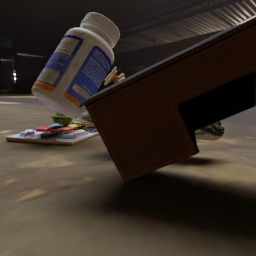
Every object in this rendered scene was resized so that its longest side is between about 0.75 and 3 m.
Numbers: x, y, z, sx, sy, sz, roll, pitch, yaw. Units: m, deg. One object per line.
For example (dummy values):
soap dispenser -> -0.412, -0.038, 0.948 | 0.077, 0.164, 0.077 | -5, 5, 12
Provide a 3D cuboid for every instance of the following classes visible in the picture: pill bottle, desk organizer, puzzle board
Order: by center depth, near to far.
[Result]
desk organizer -> 1.009, -0.480, 3.367 | 2.860, 1.101, 1.026 | -24, 11, 15
pill bottle -> -1.146, -1.510, 6.737 | 1.323, 2.361, 1.323 | 27, -13, 6
puzzle board -> -1.592, 0.097, 6.861 | 1.616, 0.187, 2.144 | 2, 9, 17

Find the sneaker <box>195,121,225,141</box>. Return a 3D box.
sneaker -> 0.626, -0.088, 4.987 | 2.073, 0.751, 0.745 | 14, 30, 17

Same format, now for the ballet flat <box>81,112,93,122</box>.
ballet flat -> -0.682, -0.284, 7.590 | 1.359, 0.433, 0.458 | 15, -6, 21

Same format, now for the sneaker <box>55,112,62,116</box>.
sneaker -> -2.136, -0.825, 9.999 | 1.451, 0.565, 0.596 | -37, -39, 24

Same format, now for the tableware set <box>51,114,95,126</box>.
tableware set -> -0.761, -0.240, 7.653 | 2.408, 0.370, 1.622 | 4, 3, 7

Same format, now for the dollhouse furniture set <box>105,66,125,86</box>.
dollhouse furniture set -> -0.057, -1.135, 10.467 | 1.910, 0.984, 1.890 | 38, 17, -20
